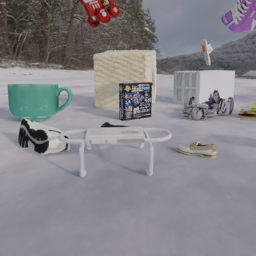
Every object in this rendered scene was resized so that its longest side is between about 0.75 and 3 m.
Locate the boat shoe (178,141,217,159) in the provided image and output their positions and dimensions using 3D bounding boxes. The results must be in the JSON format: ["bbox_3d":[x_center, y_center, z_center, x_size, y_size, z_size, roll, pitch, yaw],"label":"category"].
[{"bbox_3d":[1.640,0.475,6.669,0.941,0.322,0.352,8,14,31],"label":"boat shoe"}]

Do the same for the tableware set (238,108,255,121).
[{"bbox_3d":[5.698,-0.612,11.315,2.344,0.470,1.549,4,13,17],"label":"tableware set"}]

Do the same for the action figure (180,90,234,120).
[{"bbox_3d":[3.314,-0.892,11.589,1.828,0.974,2.809,18,24,38],"label":"action figure"}]

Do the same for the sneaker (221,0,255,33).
[{"bbox_3d":[3.135,-3.222,7.490,1.303,0.828,2.285,-12,-19,24],"label":"sneaker"}]

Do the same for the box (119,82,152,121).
[{"bbox_3d":[0.320,-1.093,11.216,1.464,1.453,0.364,-10,15,-35],"label":"box"}]

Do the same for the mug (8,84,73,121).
[{"bbox_3d":[-3.474,-0.989,10.743,2.257,1.395,1.854,7,11,36],"label":"mug"}]

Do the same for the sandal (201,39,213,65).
[{"bbox_3d":[3.514,-3.351,12.269,0.338,1.178,0.451,-24,29,-4],"label":"sandal"}]

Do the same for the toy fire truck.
[{"bbox_3d":[-0.645,-2.820,6.484,0.879,0.738,0.493,-37,20,-34],"label":"toy fire truck"}]

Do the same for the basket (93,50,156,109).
[{"bbox_3d":[-0.164,-2.575,14.657,2.963,2.937,2.383,3,15,15],"label":"basket"}]

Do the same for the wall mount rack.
[{"bbox_3d":[-0.276,0.385,6.108,2.302,0.858,2.000,-1,16,-3],"label":"wall mount rack"}]

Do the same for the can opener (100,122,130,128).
[{"bbox_3d":[-0.395,0.024,8.993,1.010,0.397,0.320,3,-27,0],"label":"can opener"}]

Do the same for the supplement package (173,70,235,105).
[{"bbox_3d":[4.259,-2.336,15.987,2.390,1.838,2.499,-5,12,-23],"label":"supplement package"}]

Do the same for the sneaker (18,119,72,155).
[{"bbox_3d":[-2.179,0.256,7.161,0.798,0.735,1.994,5,11,-43],"label":"sneaker"}]

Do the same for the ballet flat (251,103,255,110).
[{"bbox_3d":[7.002,-1.262,13.971,1.849,0.620,0.618,-3,13,-12],"label":"ballet flat"}]
